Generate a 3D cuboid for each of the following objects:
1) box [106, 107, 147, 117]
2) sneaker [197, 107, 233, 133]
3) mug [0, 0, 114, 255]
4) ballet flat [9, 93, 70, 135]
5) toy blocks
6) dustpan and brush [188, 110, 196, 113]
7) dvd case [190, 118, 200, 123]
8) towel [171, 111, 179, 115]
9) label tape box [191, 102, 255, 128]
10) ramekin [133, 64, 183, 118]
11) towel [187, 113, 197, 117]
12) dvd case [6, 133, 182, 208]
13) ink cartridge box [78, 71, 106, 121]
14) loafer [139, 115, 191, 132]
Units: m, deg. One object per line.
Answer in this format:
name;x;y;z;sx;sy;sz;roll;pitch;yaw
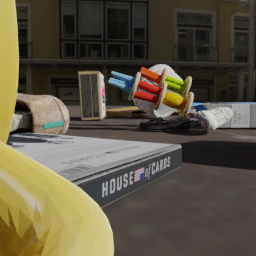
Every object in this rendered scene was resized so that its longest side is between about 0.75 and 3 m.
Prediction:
box;0.161;-0.792;13.119;1.960;0.255;2.398;-11;10;-38
sneaker;1.802;-0.254;5.776;0.635;0.477;1.274;-31;-7;23
mug;-1.414;-0.256;0.352;2.390;1.914;1.962;-5;10;26
ballet flat;-2.401;-0.223;4.531;2.920;0.994;0.982;0;14;18
toy blocks;0.534;-1.041;6.625;1.873;0.680;1.561;20;34;-4
dustpan and brush;3.296;-0.602;11.826;1.523;0.436;1.063;-5;0;26
dvd case;2.640;-0.250;9.026;1.559;0.125;1.159;-5;7;-45
towel;2.808;-0.726;13.769;1.853;0.211;1.330;2;5;13
label tape box;2.414;-0.343;7.278;1.996;0.660;1.430;-2;5;2
ramekin;1.286;-1.319;10.814;2.014;2.014;1.057;-5;39;-42
towel;3.046;-0.371;9.272;1.622;0.256;2.251;1;4;-12
dvd case;-0.821;0.278;2.549;2.172;0.269;1.632;4;6;31
ink cartridge box;-1.292;-1.180;10.471;0.772;1.693;2.055;-2;6;0
loafer;0.808;-0.125;6.152;1.133;0.357;0.407;2;18;11
